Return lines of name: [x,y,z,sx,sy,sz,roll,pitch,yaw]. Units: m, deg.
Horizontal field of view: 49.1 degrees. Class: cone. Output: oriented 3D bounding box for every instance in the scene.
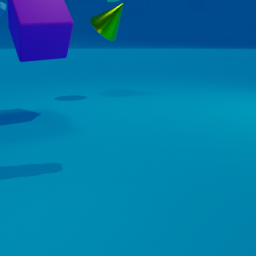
cone: [-0.551,-4.073,10.241,1.218,1.213,1.213,-42,-6,31]

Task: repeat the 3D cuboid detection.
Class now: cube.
cube: [-2.453,-2.838,7.740,1.372,1.372,1.372,-13,-23,-27]

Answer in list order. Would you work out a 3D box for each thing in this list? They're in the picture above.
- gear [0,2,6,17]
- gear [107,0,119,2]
gear: [-4.268,-3.453,7.239,2.035,2.035,0.376,-4,48,-13]
gear: [-0.288,-2.738,3.879,1.755,1.755,0.325,-5,17,-16]
